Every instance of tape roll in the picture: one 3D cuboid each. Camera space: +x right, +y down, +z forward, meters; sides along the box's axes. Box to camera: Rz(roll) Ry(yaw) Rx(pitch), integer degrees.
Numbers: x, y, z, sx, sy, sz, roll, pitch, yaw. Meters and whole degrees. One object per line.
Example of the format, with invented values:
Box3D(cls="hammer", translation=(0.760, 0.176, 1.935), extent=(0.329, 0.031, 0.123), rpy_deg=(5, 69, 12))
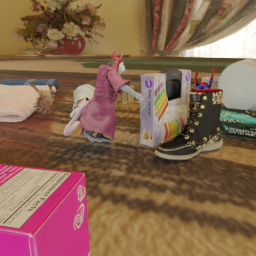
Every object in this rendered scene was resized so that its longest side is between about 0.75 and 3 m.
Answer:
Box3D(cls="tape roll", translation=(5.083, -2.602, 16.183), extent=(1.617, 0.534, 1.617), rpy_deg=(0, 17, 0))

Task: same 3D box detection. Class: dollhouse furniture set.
Box3D(cls="dollhouse furniture set", translation=(-0.375, -1.519, 12.382), extent=(0.940, 0.766, 0.894), rpy_deg=(16, 23, 41))

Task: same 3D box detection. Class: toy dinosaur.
Box3D(cls="toy dinosaur", translation=(-2.806, -0.827, 9.566), extent=(0.774, 1.804, 1.223), rpy_deg=(-13, 63, -12))

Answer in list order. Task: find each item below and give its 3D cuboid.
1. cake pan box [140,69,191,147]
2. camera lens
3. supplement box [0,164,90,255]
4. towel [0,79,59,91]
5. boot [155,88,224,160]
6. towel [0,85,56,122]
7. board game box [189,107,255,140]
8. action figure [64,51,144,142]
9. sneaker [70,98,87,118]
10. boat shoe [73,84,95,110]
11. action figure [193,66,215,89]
Box3D(cls="cake pan box", translation=(1.058, -0.650, 7.709), extent=(0.510, 1.950, 1.796), rpy_deg=(13, 21, 38))
Box3D(cls="camera lens", translation=(5.024, -1.648, 10.738), extent=(2.504, 2.003, 2.003), rpy_deg=(-11, 21, -28))
Box3D(cls="supplement box", translation=(-1.750, 1.172, 3.163), extent=(2.374, 1.201, 1.227), rpy_deg=(4, 18, 14))
Box3D(cls="towel", translation=(-5.070, -2.082, 14.310), extent=(2.846, 0.691, 1.589), rpy_deg=(0, 18, -4))
Box3D(cls="boot", translation=(1.530, -0.119, 6.693), extent=(2.035, 1.532, 0.745), rpy_deg=(-9, 20, -27))
Box3D(cls="towel", translation=(-4.530, -1.053, 10.691), extent=(2.716, 0.458, 2.844), rpy_deg=(3, 29, 9))
Box3D(cls="board game box", translation=(2.904, -0.296, 9.106), extent=(2.967, 0.418, 2.007), rpy_deg=(10, 20, 28))
Box3D(cls="action figure", translation=(-0.643, -0.844, 7.206), extent=(1.774, 2.382, 1.596), rpy_deg=(10, 0, -21))
Box3D(cls="sneaker", translation=(-1.640, -0.599, 9.638), extent=(0.396, 0.861, 0.326), rpy_deg=(41, 22, -13))
Box3D(cls="boat shoe", translation=(-1.642, -0.969, 10.650), extent=(1.084, 0.939, 2.542), rpy_deg=(-15, 33, -31))
Box3D(cls="action figure", translation=(3.812, -2.375, 14.205), extent=(0.939, 1.425, 2.878), rpy_deg=(6, 16, 17))
